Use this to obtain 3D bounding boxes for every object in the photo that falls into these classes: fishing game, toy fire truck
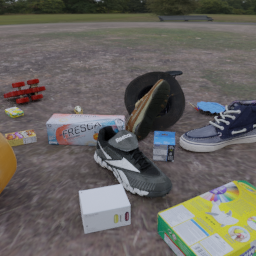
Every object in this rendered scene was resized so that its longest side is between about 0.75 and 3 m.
[{"bbox_3d":[3.396,-0.793,11.448,1.764,0.274,1.263,1,25,-14],"label":"fishing game"},{"bbox_3d":[-4.626,-1.631,12.599,1.602,0.898,1.346,-20,14,-37],"label":"toy fire truck"}]

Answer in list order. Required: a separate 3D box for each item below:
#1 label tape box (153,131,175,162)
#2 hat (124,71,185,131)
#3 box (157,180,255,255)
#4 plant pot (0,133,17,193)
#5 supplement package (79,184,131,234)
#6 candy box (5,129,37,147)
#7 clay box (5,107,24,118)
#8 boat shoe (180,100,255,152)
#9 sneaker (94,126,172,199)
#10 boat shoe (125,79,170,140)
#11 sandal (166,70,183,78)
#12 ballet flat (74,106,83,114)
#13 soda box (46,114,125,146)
[{"bbox_3d":[1.028,0.532,8.014,0.606,0.841,0.266,3,26,6],"label":"label tape box"},{"bbox_3d":[1.024,-0.888,10.368,2.347,2.347,0.947,8,-16,15],"label":"hat"},{"bbox_3d":[1.990,1.872,5.562,2.488,0.602,1.460,-16,29,-24],"label":"box"},{"bbox_3d":[-3.877,1.116,5.336,2.536,2.536,2.321,5,42,11],"label":"plant pot"},{"bbox_3d":[-0.504,1.692,5.965,0.974,0.540,0.758,-7,27,-14],"label":"supplement package"},{"bbox_3d":[-3.483,0.324,9.119,0.925,0.261,0.540,-10,26,-23],"label":"candy box"},{"bbox_3d":[-4.495,-0.608,11.113,0.461,0.191,0.802,-22,33,-37],"label":"clay box"},{"bbox_3d":[2.991,-0.158,8.863,2.887,1.339,1.078,-9,27,-19],"label":"boat shoe"},{"bbox_3d":[-0.001,0.731,7.137,0.916,1.248,2.758,-20,33,-34],"label":"sneaker"},{"bbox_3d":[0.597,-0.693,9.412,0.813,0.833,2.202,22,76,43],"label":"boat shoe"},{"bbox_3d":[1.872,-2.688,15.177,2.192,0.525,0.824,-12,26,5],"label":"sandal"},{"bbox_3d":[-1.959,-0.708,11.182,0.342,0.314,0.996,-9,27,-18],"label":"ballet flat"},{"bbox_3d":[-1.331,0.054,9.080,2.445,0.777,0.836,1,26,4],"label":"soda box"}]
